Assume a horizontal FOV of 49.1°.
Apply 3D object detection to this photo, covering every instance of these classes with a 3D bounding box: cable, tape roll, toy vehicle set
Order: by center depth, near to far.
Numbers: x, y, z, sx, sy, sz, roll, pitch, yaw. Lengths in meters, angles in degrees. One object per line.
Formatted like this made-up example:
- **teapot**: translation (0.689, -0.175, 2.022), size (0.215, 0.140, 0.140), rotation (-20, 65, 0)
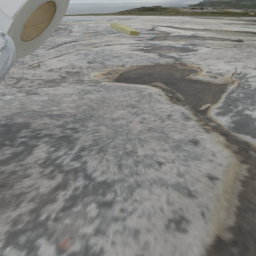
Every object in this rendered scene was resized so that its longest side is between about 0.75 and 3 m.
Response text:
- **cable**: translation (-3.015, -1.556, 6.083), size (1.258, 1.257, 0.435), rotation (33, 9, 30)
- **tape roll**: translation (-2.834, -3.264, 7.843), size (0.958, 2.741, 2.741), rotation (41, 31, -4)
- **toy vehicle set**: translation (-0.066, -2.860, 8.136), size (0.625, 0.133, 1.006), rotation (26, 22, 10)
